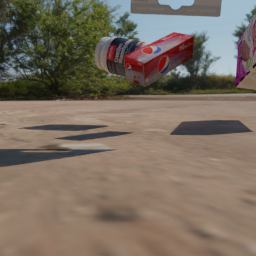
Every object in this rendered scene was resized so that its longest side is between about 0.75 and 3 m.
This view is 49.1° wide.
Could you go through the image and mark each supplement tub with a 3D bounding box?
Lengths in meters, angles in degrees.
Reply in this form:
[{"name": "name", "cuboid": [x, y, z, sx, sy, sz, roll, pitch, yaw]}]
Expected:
[{"name": "supplement tub", "cuboid": [-0.080, -2.168, 8.653, 1.634, 1.147, 1.147, 18, 14, 23]}]

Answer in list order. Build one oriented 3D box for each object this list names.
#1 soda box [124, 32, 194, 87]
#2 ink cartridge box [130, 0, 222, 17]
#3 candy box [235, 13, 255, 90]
[{"name": "soda box", "cuboid": [0.818, -1.766, 6.980, 0.687, 0.622, 1.962, 27, 49, 36]}, {"name": "ink cartridge box", "cuboid": [1.039, -3.513, 5.817, 1.902, 2.376, 0.562, 3, 8, 3]}, {"name": "candy box", "cuboid": [4.393, -2.645, 9.182, 0.891, 1.991, 2.920, 7, -10, 5]}]
